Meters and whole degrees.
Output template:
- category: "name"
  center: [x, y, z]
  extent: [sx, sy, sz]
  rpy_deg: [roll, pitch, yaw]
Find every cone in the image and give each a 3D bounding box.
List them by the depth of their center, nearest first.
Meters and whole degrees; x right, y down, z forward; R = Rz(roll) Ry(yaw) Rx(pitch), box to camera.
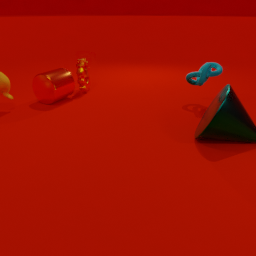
- category: "cone"
  center: [2.950, -0.027, 7.476]
  extent: [1.683, 1.677, 1.677]
  rpy_deg: [31, 29, 4]

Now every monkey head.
- category: "monkey head"
  center: [-4.370, -1.418, 9.291]
  extent: [0.768, 1.274, 0.917]
  rpy_deg: [-14, 25, 5]

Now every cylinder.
- category: "cylinder"
  center: [-2.787, -1.592, 10.559]
  extent: [1.138, 1.138, 1.138]
  rpy_deg: [12, 27, 26]

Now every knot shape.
- category: "knot shape"
  center: [2.624, -1.867, 9.951]
  extent: [1.282, 0.592, 1.200]
  rpy_deg: [-33, 3, -41]

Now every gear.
- category: "gear"
  center: [-1.834, -2.192, 11.629]
  extent: [0.248, 1.341, 1.341]
  rpy_deg: [-3, 24, 7]
